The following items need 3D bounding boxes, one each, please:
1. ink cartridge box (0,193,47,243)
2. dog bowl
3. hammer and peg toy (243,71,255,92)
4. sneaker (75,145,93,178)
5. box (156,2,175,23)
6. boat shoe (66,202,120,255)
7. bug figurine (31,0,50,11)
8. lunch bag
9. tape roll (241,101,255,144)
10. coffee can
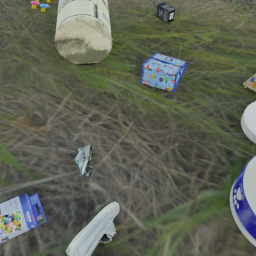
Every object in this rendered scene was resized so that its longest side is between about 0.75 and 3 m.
[{"bbox_3d":[-2.795,2.164,6.725,1.447,0.304,0.864,-20,55,-18],"label":"ink cartridge box"},{"bbox_3d":[3.801,1.751,6.598,2.494,0.982,2.494,0,51,0],"label":"dog bowl"},{"bbox_3d":[4.495,-1.576,9.659,0.938,0.331,0.690,-35,58,-25],"label":"hammer and peg toy"},{"bbox_3d":[-1.239,0.946,7.681,0.449,0.404,1.040,-7,44,10],"label":"sneaker"},{"bbox_3d":[1.635,-5.055,12.255,0.406,0.576,0.779,-32,59,-24],"label":"box"},{"bbox_3d":[-0.618,2.339,6.258,0.597,0.584,1.675,36,40,16],"label":"boat shoe"},{"bbox_3d":[-4.010,-5.942,13.122,0.977,0.324,1.260,3,52,3],"label":"bug figurine"},{"bbox_3d":[1.332,-2.109,9.943,1.239,0.774,1.646,18,42,15],"label":"lunch bag"},{"bbox_3d":[4.374,-0.115,8.492,1.808,0.330,1.808,0,51,0],"label":"tape roll"},{"bbox_3d":[-1.662,-3.992,10.501,1.988,1.988,2.716,-4,52,-3],"label":"coffee can"}]
